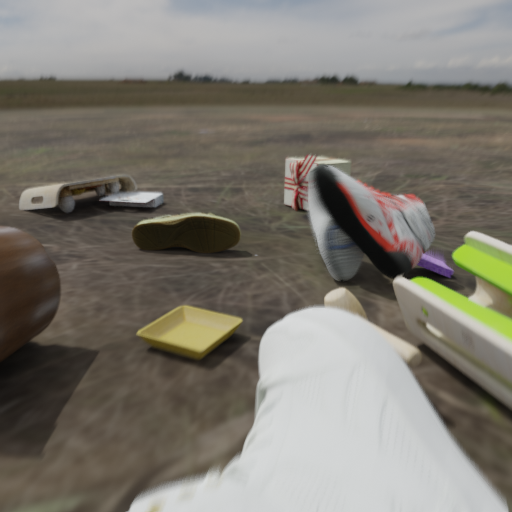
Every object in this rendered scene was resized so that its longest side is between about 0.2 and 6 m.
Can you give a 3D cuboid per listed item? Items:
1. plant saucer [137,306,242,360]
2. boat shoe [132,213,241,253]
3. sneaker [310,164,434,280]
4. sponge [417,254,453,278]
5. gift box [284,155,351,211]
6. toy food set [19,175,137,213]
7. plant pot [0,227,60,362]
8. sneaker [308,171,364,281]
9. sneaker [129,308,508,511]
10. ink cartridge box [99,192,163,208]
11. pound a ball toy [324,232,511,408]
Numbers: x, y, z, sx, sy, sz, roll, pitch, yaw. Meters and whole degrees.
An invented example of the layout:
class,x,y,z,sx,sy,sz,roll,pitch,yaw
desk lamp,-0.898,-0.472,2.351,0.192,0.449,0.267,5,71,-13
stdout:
class,x,y,z,sx,sy,sz,roll,pitch,yaw
plant saucer,-0.733,0.885,6.340,0.882,0.214,0.882,10,22,27
boat shoe,-1.165,-0.435,9.626,1.873,0.683,0.589,-4,22,11
sneaker,1.687,-0.682,7.951,1.044,1.949,0.651,-41,-1,-29
sponge,2.470,0.042,8.473,0.934,0.139,0.521,22,15,-5
gift box,1.353,-1.630,12.335,1.221,1.207,1.308,-11,15,-34
toy food set,-4.000,-1.362,12.661,1.540,0.648,2.146,0,13,40
plant pot,-2.949,0.471,5.482,1.770,1.770,1.752,4,12,12
sneaker,1.194,-0.437,8.572,0.694,0.811,1.863,-4,63,-5
sneaker,0.049,1.307,3.451,1.955,1.246,3.383,-2,19,-15
ink cartridge box,-2.795,-1.222,12.614,1.136,0.247,0.986,4,20,13
pound a ball toy,2.104,0.889,5.353,1.799,1.172,2.759,-31,26,-9
